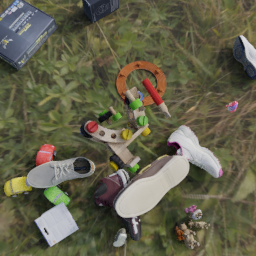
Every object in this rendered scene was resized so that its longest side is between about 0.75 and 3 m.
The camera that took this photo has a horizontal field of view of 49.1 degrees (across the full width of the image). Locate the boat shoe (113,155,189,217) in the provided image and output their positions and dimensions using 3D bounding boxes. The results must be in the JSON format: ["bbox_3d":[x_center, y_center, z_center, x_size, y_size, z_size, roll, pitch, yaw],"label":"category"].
[{"bbox_3d":[0.655,1.731,8.784,2.867,0.853,1.030,-32,109,-26],"label":"boat shoe"}]

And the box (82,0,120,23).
[{"bbox_3d":[-1.101,-5.135,11.353,1.363,1.011,0.730,-34,74,-11],"label":"box"}]

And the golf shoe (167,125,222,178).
[{"bbox_3d":[2.197,0.925,9.423,0.974,0.802,2.129,-33,66,-17],"label":"golf shoe"}]

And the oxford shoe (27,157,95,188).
[{"bbox_3d":[-2.148,1.394,9.122,2.214,0.639,0.832,-9,73,-17],"label":"oxford shoe"}]

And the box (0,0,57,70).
[{"bbox_3d":[-4.341,-3.765,11.091,1.946,0.630,2.468,33,75,9],"label":"box"}]

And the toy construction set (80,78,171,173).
[{"bbox_3d":[0.152,0.081,7.880,1.973,2.568,2.142,55,44,-3],"label":"toy construction set"}]

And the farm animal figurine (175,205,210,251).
[{"bbox_3d":[1.968,3.107,8.867,0.959,0.597,1.188,38,71,-8],"label":"farm animal figurine"}]

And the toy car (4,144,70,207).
[{"bbox_3d":[-2.780,1.837,9.285,2.085,0.494,2.216,39,76,12],"label":"toy car"}]

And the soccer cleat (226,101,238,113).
[{"bbox_3d":[3.382,-0.661,8.993,0.280,0.841,0.322,-34,87,5],"label":"soccer cleat"}]

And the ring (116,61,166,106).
[{"bbox_3d":[0.506,-1.738,10.658,1.910,0.183,1.910,0,71,0],"label":"ring"}]

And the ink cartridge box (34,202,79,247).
[{"bbox_3d":[-2.253,3.039,8.879,1.016,0.206,1.014,-30,94,-12],"label":"ink cartridge box"}]

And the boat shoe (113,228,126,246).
[{"bbox_3d":[-0.248,3.322,8.459,0.304,0.851,0.254,9,44,-14],"label":"boat shoe"}]

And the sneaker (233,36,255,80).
[{"bbox_3d":[4.726,-2.746,10.826,0.816,0.698,1.874,-19,79,-18],"label":"sneaker"}]

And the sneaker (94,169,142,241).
[{"bbox_3d":[-0.389,2.557,8.987,1.297,0.850,2.245,-18,68,6],"label":"sneaker"}]
